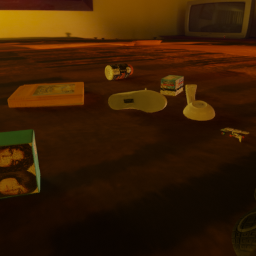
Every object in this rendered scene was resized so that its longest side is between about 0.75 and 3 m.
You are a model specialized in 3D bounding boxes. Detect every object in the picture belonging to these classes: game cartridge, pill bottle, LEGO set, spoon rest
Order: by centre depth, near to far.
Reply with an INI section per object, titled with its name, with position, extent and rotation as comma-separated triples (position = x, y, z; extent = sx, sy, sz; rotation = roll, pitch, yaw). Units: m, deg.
[LEGO set]
position = 3.212, 0.190, 8.552
extent = 0.696, 0.229, 0.932
rotation = 17, 16, 36
[spoon rest]
position = 2.614, -0.884, 10.750
extent = 1.132, 0.691, 2.278
rotation = -1, 35, 2
[game cartridge]
position = -3.452, -1.538, 12.392
extent = 2.975, 0.482, 2.622
rotation = -2, 22, -8
[pill bottle]
position = -0.472, -3.323, 16.360
extent = 1.603, 0.851, 0.851
rotation = -17, 27, -35

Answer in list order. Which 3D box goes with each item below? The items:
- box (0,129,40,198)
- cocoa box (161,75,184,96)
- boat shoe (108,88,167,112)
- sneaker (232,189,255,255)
[box]
position = -3.281, 0.830, 5.478
extent = 2.892, 1.190, 0.711
rotation = -6, 24, -14
[cocoa box]
position = 2.100, -2.046, 13.300
extent = 0.749, 0.737, 1.123
rotation = 12, 25, 27
[boat shoe]
position = 0.467, -1.075, 10.913
extent = 2.333, 0.862, 0.995
rotation = -1, 16, 26
[sneaker]
position = 2.277, 1.528, 4.471
extent = 1.631, 0.740, 0.619
rotation = -41, 7, -29
